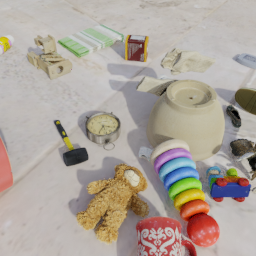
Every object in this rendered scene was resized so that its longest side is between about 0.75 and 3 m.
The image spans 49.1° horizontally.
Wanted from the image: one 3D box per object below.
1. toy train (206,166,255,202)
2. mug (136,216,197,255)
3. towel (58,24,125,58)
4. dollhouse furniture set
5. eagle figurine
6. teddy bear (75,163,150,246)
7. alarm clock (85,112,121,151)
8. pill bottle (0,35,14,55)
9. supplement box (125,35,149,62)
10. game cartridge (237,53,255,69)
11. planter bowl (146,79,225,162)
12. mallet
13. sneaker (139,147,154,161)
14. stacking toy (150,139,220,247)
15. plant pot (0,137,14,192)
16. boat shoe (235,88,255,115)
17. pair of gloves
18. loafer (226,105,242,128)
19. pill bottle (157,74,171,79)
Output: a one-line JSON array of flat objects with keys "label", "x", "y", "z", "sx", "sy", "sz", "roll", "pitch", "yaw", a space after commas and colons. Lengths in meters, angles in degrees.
[{"label": "toy train", "x": 3.105, "y": 1.510, "z": 7.900, "sx": 1.687, "sy": 0.714, "sz": 0.976, "roll": 0, "pitch": 29, "yaw": 0}, {"label": "mug", "x": 0.866, "y": 2.911, "z": 6.070, "sx": 1.431, "sy": 1.076, "sz": 1.612, "roll": 0, "pitch": 46, "yaw": 3}, {"label": "towel", "x": -1.890, "y": -4.586, "z": 14.684, "sx": 2.896, "sy": 0.444, "sz": 2.160, "roll": -31, "pitch": 49, "yaw": -26}, {"label": "dollhouse furniture set", "x": -3.577, "y": -3.515, "z": 12.390, "sx": 1.153, "sy": 1.834, "sz": 2.074, "roll": -30, "pitch": 52, "yaw": -29}, {"label": "eagle figurine", "x": 3.865, "y": 0.641, "z": 8.487, "sx": 1.367, "sy": 1.359, "sz": 1.801, "roll": -2, "pitch": 53, "yaw": 12}, {"label": "teddy bear", "x": -0.312, "y": 1.863, "z": 7.382, "sx": 2.358, "sy": 0.787, "sz": 1.709, "roll": -31, "pitch": 53, "yaw": -29}, {"label": "alarm clock", "x": -0.788, "y": 0.149, "z": 9.369, "sx": 1.177, "sy": 0.581, "sz": 1.745, "roll": -10, "pitch": 42, "yaw": -11}, {"label": "pill bottle", "x": -6.228, "y": -4.178, "z": 13.976, "sx": 0.651, "sy": 0.651, "sz": 1.249, "roll": 11, "pitch": 44, "yaw": 12}, {"label": "supplement box", "x": 0.427, "y": -3.768, "z": 13.263, "sx": 1.028, "sy": 1.014, "sz": 0.682, "roll": 7, "pitch": 43, "yaw": 7}, {"label": "game cartridge", "x": 5.830, "y": -3.113, "z": 13.143, "sx": 1.285, "sy": 0.263, "sz": 0.855, "roll": 32, "pitch": 48, "yaw": 30}, {"label": "planter bowl", "x": 1.943, "y": -0.461, "z": 9.166, "sx": 2.620, "sy": 1.763, "sz": 2.620, "roll": 0, "pitch": 42, "yaw": 0}, {"label": "mallet", "x": -2.119, "y": 0.440, "z": 9.213, "sx": 0.754, "sy": 0.471, "sz": 2.289, "roll": -21, "pitch": 43, "yaw": -28}, {"label": "sneaker", "x": 0.790, "y": 0.878, "z": 8.819, "sx": 0.938, "sy": 0.353, "sz": 0.415, "roll": 7, "pitch": 55, "yaw": 17}, {"label": "stacking toy", "x": 1.569, "y": 1.706, "z": 7.422, "sx": 1.213, "sy": 1.213, "sz": 2.843, "roll": -11, "pitch": 50, "yaw": -12}, {"label": "plant pot", "x": -4.277, "y": 1.113, "z": 7.268, "sx": 2.046, "sy": 2.312, "sz": 2.312, "roll": -18, "pitch": 45, "yaw": -34}, {"label": "boat shoe", "x": 5.270, "y": -0.890, "z": 10.331, "sx": 2.558, "sy": 0.914, "sz": 0.841, "roll": 24, "pitch": 39, "yaw": 21}, {"label": "pair of gloves", "x": 1.612, "y": -1.734, "z": 9.402, "sx": 1.950, "sy": 2.293, "sz": 0.402, "roll": 7, "pitch": 56, "yaw": -37}, {"label": "loafer", "x": 3.919, "y": -0.509, "z": 10.234, "sx": 0.411, "sy": 0.360, "sz": 1.145, "roll": -1, "pitch": 43, "yaw": -1}, {"label": "pill bottle", "x": 1.604, "y": -1.773, "z": 11.449, "sx": 0.566, "sy": 0.566, "sz": 0.990, "roll": -18, "pitch": 46, "yaw": -19}]
